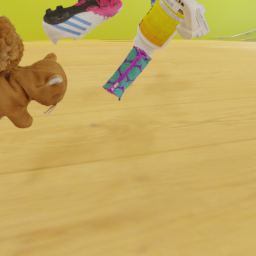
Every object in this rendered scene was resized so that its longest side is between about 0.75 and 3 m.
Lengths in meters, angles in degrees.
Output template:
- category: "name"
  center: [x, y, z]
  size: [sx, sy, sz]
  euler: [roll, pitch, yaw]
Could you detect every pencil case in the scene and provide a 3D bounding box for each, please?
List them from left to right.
- category: "pencil case"
  center: [-0.015, -0.976, 4.970]
  size: [0.408, 0.958, 0.443]
  euler: [38, 12, -4]

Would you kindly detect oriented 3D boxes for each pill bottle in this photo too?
- category: "pill bottle"
  center: [1.130, -3.494, 9.334]
  size: [1.197, 2.191, 1.197]
  euler: [22, 47, -25]

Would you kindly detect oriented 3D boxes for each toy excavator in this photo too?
- category: "toy excavator"
  center: [0.898, -2.690, 5.388]
  size: [0.812, 1.581, 1.626]
  euler: [-36, 76, -15]

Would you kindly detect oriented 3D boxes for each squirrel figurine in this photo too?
- category: "squirrel figurine"
  center: [-1.689, -0.714, 3.892]
  size: [1.545, 1.655, 1.171]
  euler: [-18, 39, -3]

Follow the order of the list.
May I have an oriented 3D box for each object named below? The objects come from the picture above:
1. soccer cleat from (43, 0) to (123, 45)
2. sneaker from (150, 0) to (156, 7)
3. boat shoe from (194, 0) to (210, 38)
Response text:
- category: "soccer cleat"
  center: [-1.385, -3.390, 8.779]
  size: [2.590, 1.118, 0.905]
  euler: [-22, 60, -17]
- category: "sneaker"
  center: [1.298, -4.884, 11.019]
  size: [0.931, 1.035, 2.517]
  euler: [-14, 7, 4]
- category: "boat shoe"
  center: [2.398, -4.021, 9.738]
  size: [0.546, 1.670, 0.615]
  euler: [-23, 29, 7]
